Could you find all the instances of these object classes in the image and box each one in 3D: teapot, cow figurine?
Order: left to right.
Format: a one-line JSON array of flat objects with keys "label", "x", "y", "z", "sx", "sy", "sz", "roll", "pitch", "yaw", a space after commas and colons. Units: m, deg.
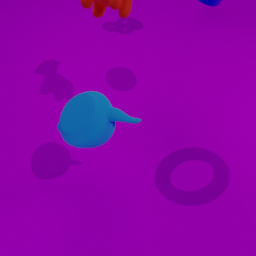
[{"label": "teapot", "x": -0.647, "y": -0.108, "z": 5.245, "sx": 1.770, "sy": 0.866, "sz": 1.100, "roll": -10, "pitch": 61, "yaw": 29}, {"label": "cow figurine", "x": -0.458, "y": -3.002, "z": 5.609, "sx": 1.477, "sy": 0.811, "sz": 1.453, "roll": 13, "pitch": 90, "yaw": 27}]

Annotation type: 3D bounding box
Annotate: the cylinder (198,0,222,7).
[{"label": "cylinder", "x": 1.713, "y": -3.021, "z": 5.534, "sx": 0.838, "sy": 0.838, "sz": 0.838, "roll": 13, "pitch": 54, "yaw": -18}]
